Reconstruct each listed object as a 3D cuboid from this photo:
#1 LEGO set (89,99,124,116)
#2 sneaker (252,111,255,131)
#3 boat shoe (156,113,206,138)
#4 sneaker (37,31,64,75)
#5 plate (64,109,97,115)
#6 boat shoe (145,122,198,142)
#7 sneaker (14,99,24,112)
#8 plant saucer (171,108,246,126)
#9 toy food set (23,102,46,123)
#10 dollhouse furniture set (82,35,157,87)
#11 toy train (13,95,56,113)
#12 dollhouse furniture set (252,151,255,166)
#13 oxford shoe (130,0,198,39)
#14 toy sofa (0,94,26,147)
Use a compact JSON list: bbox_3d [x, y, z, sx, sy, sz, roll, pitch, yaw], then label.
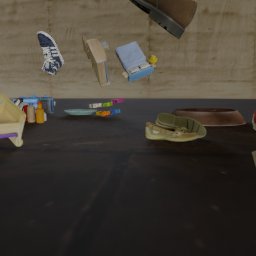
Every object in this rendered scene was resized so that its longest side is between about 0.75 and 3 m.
[{"bbox_3d":[-1.110,-0.932,13.508,1.879,0.717,0.771,-16,13,-42],"label":"LEGO set"},{"bbox_3d":[4.346,-0.234,7.161,2.147,0.912,0.827,4,9,30],"label":"sneaker"},{"bbox_3d":[1.323,-0.016,7.097,1.270,0.475,0.434,20,-34,3],"label":"boat shoe"},{"bbox_3d":[-3.313,-3.021,11.580,0.628,0.973,1.793,5,-35,23],"label":"sneaker"},{"bbox_3d":[-2.395,-0.810,14.251,1.686,0.215,1.686,-1,7,0],"label":"plate"},{"bbox_3d":[1.028,0.085,6.707,1.281,0.403,0.467,4,8,25],"label":"boat shoe"},{"bbox_3d":[-4.561,-0.758,11.979,0.866,0.568,1.504,35,-18,-23],"label":"sneaker"},{"bbox_3d":[2.962,-0.477,10.730,2.909,0.501,2.909,0,8,0],"label":"plant saucer"},{"bbox_3d":[-3.616,-0.647,10.872,0.808,0.762,1.693,-2,8,-14],"label":"toy food set"},{"bbox_3d":[-0.357,-3.407,11.941,2.641,2.494,1.724,-21,-22,-9],"label":"dollhouse furniture set"},{"bbox_3d":[-4.968,-1.229,14.792,2.223,0.964,1.270,-2,14,-15],"label":"toy train"},{"bbox_3d":[2.029,-0.129,3.134,1.650,1.037,1.866,0,-15,-42],"label":"dollhouse furniture set"},{"bbox_3d":[0.643,-3.371,6.872,2.671,1.127,0.971,45,23,20],"label":"oxford shoe"},{"bbox_3d":[-3.258,0.103,5.191,1.001,1.179,2.416,35,26,30],"label":"toy sofa"}]
